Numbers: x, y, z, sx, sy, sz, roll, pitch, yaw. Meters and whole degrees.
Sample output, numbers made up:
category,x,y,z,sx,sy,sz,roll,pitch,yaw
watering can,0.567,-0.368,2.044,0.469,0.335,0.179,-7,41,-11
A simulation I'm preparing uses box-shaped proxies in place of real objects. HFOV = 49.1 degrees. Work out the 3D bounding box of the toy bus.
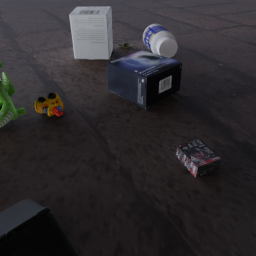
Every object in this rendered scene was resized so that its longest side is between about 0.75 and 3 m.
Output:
category,x,y,z,sx,sy,sz,roll,pitch,yaw
toy bus,-2.668,-0.700,9.717,0.887,0.602,0.851,-26,58,-29

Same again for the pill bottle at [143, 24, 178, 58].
category,x,y,z,sx,sy,sz,roll,pitch,yaw
pill bottle,1.666,-4.386,14.258,1.304,1.304,2.179,-8,35,-12

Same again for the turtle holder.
category,x,y,z,sx,sy,sz,roll,pitch,yaw
turtle holder,-4.431,-0.764,8.856,1.851,1.981,2.607,-26,78,-16

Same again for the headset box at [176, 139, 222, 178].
category,x,y,z,sx,sy,sz,roll,pitch,yaw
headset box,1.925,0.831,7.585,0.799,0.403,1.074,-15,38,-21

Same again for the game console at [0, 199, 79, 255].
category,x,y,z,sx,sy,sz,roll,pitch,yaw
game console,-2.401,2.556,5.286,2.305,1.342,2.027,-29,74,-34

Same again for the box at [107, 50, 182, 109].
category,x,y,z,sx,sy,sz,roll,pitch,yaw
box,0.619,-1.998,10.885,2.094,1.290,2.077,-30,43,-35

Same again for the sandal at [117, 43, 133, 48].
category,x,y,z,sx,sy,sz,roll,pitch,yaw
sandal,-0.159,-4.590,15.483,0.863,0.246,0.343,4,35,5

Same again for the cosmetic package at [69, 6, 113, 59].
category,x,y,z,sx,sy,sz,roll,pitch,yaw
cosmetic package,-1.745,-4.771,14.044,1.793,2.176,1.795,2,35,3
